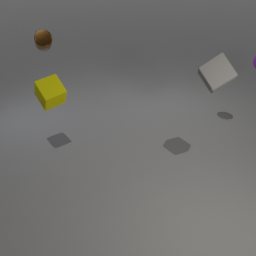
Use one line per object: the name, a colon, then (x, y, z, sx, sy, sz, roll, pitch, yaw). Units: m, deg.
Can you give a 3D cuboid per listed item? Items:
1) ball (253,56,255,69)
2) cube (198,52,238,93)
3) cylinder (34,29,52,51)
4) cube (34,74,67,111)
ball: (4.760, -2.332, 9.805, 0.700, 0.700, 0.700, 0, 30, 0)
cube: (2.294, -1.404, 7.248, 0.700, 0.700, 0.700, -32, -7, 11)
cylinder: (-3.501, -3.618, 11.582, 0.700, 0.700, 0.700, -10, 4, -17)
cube: (-2.337, -1.065, 8.428, 0.700, 0.700, 0.700, -28, 77, -26)
